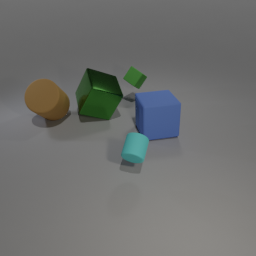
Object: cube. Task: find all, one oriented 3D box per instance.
[{"bbox_3d":[-1.234,-1.394,11.679,1.400,1.400,1.400,11,40,-30],"label":"cube"},{"bbox_3d":[1.103,-0.519,10.751,1.400,1.400,1.400,-7,29,-9],"label":"cube"},{"bbox_3d":[0.338,-2.330,12.989,0.700,0.700,0.700,38,11,19],"label":"cube"}]

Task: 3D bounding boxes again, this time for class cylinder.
[{"bbox_3d":[-3.237,-1.114,11.371,1.400,1.400,1.400,4,-10,6],"label":"cylinder"},{"bbox_3d":[0.213,0.597,8.355,0.700,0.700,0.700,9,63,15],"label":"cylinder"}]
